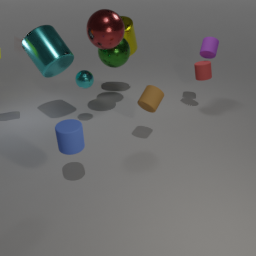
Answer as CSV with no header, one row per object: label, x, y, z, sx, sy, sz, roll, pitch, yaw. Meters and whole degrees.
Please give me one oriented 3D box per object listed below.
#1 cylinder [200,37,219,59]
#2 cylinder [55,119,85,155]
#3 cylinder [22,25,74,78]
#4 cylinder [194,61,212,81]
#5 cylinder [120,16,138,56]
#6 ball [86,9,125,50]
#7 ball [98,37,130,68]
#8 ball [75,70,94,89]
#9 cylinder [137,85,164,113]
cylinder,3.557,-3.503,12.253,0.700,0.700,0.700,16,-9,3
cylinder,-1.527,0.231,7.400,0.700,0.700,0.700,-1,32,1
cylinder,-2.987,-2.865,10.547,1.400,1.400,1.400,-33,85,-45
cylinder,3.276,-2.502,12.212,0.700,0.700,0.700,-10,24,5
cylinder,-0.339,-4.277,13.221,1.400,1.400,1.400,-7,52,9
ball,-0.817,-3.592,10.239,1.400,1.400,1.400,0,28,0
ball,-0.598,-3.313,12.065,1.400,1.400,1.400,0,28,0
ball,-1.640,-1.835,10.587,0.700,0.700,0.700,0,28,0
cylinder,0.786,-0.998,9.622,0.700,0.700,0.700,21,74,34
